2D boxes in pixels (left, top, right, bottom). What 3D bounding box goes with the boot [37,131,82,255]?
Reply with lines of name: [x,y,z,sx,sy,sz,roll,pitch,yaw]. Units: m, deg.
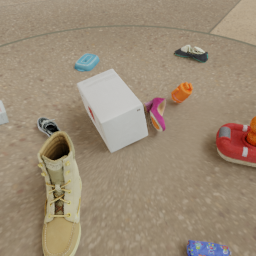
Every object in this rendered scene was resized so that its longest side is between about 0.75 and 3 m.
boot: [-1.830,1.759,7.460,1.071,2.286,2.942,0,41,0]

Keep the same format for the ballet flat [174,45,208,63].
ballet flat: [3.547,-4.249,15.609,2.009,0.734,0.734,25,47,26]

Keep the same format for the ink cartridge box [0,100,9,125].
ink cartridge box: [-5.676,-0.495,11.366,1.372,0.570,1.005,-20,45,-21]

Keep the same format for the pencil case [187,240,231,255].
pencil case: [2.069,3.199,7.228,1.075,0.420,0.467,6,28,8]

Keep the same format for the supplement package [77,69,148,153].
supplement package: [-0.623,-0.726,10.651,1.614,1.634,2.695,-25,46,-11]

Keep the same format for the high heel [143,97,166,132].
high heel: [1.376,-0.602,11.307,1.041,0.731,2.170,-18,28,-4]

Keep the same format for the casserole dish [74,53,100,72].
casserole dish: [-2.212,-3.591,15.131,1.033,0.331,1.705,13,43,15]

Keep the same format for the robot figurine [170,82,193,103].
robot figurine: [2.327,-1.506,12.122,0.642,1.101,0.792,48,43,4]

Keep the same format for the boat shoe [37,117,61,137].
boat shoe: [-3.050,-0.041,10.836,0.630,0.583,1.707,-23,46,-24]

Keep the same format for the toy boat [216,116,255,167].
toy boat: [4.434,0.294,9.604,2.579,1.685,1.683,11,42,12]
